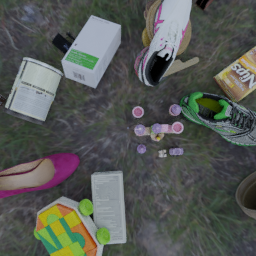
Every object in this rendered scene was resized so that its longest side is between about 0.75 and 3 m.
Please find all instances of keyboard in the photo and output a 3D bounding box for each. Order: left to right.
[{"bbox_3d":[-1.896,-2.681,8.999,1.016,0.105,0.645,41,94,1],"label":"keyboard"}]

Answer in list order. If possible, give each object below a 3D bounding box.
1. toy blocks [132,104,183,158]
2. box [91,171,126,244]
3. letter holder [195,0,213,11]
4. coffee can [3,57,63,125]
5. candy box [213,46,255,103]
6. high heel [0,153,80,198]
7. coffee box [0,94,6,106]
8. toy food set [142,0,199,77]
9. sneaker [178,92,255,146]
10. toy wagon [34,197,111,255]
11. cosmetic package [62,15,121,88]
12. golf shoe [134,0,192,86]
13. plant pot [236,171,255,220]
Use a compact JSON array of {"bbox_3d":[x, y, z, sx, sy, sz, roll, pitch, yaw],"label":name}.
[{"bbox_3d":[0.912,0.113,8.241,1.489,1.341,1.593,-4,87,-1],"label":"toy blocks"},{"bbox_3d":[-0.564,2.346,8.410,0.953,0.781,2.008,-2,87,0],"label":"box"},{"bbox_3d":[2.566,-4.206,8.848,0.383,0.541,0.761,43,88,2],"label":"letter holder"},{"bbox_3d":[-2.798,-1.065,8.347,1.233,1.233,1.685,20,87,1],"label":"coffee can"},{"bbox_3d":[3.736,-1.725,8.743,1.807,0.500,1.043,-36,89,-2],"label":"candy box"},{"bbox_3d":[-2.867,1.390,8.101,2.912,1.400,0.982,-25,76,-1],"label":"high heel"},{"bbox_3d":[-4.273,-1.052,8.747,0.774,0.443,0.309,37,88,2],"label":"coffee box"},{"bbox_3d":[1.155,-3.027,8.539,1.840,0.535,2.665,-23,105,-27],"label":"toy food set"},{"bbox_3d":[2.977,-0.237,8.297,2.981,1.270,1.163,17,87,0],"label":"sneaker"},{"bbox_3d":[-1.505,3.344,8.084,2.113,0.539,2.723,-33,87,23],"label":"toy wagon"},{"bbox_3d":[-1.027,-2.267,8.287,1.034,0.815,1.922,20,67,7],"label":"cosmetic package"},{"bbox_3d":[1.067,-2.314,7.431,0.945,1.199,2.603,12,115,-23],"label":"golf shoe"},{"bbox_3d":[4.311,2.268,8.086,1.795,1.795,1.558,-36,104,-2],"label":"plant pot"}]
